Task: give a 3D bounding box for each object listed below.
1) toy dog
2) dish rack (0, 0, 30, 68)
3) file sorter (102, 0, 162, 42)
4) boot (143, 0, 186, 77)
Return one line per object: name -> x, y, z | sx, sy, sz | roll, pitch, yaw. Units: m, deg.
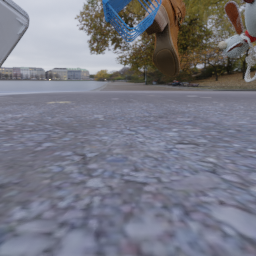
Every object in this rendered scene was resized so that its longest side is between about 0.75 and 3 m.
toy dog -> 2.521, -2.249, 6.034 | 1.166, 1.597, 2.421 | 5, -35, -7
dish rack -> -3.116, -2.085, 6.166 | 0.399, 1.832, 1.572 | 43, 7, 31
file sorter -> 0.120, -3.148, 7.521 | 1.176, 1.040, 1.694 | -42, 6, 3
boot -> 1.478, -3.343, 9.838 | 1.019, 2.658, 2.063 | 0, 48, 39
